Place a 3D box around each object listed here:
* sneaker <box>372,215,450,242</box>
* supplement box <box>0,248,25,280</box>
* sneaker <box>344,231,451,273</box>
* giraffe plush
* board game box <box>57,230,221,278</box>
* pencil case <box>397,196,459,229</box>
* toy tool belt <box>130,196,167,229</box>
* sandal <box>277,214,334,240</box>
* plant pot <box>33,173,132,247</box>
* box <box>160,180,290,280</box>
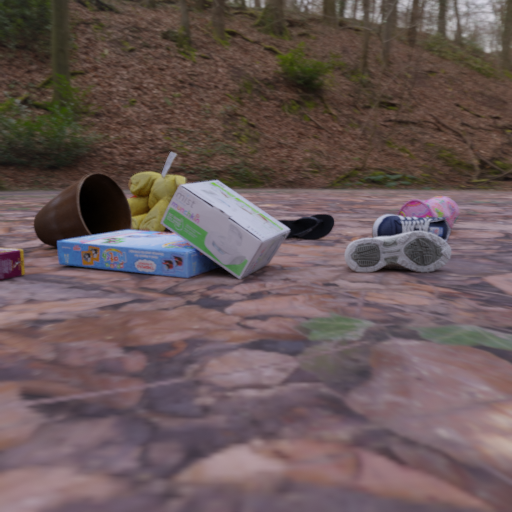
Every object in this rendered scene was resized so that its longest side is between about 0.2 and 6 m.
[{"bbox_3d":[3.643,-0.588,12.897,2.000,0.701,1.085,-3,7,-39],"label":"sneaker"},{"bbox_3d":[-4.201,0.152,8.881,0.564,0.444,0.861,4,10,24],"label":"supplement box"},{"bbox_3d":[2.422,-0.099,9.796,1.844,0.718,0.916,1,5,0],"label":"sneaker"},{"bbox_3d":[-2.064,-1.251,14.202,1.870,2.306,1.989,27,17,-51],"label":"giraffe plush"},{"bbox_3d":[-1.886,-0.096,10.304,2.701,0.494,2.043,4,10,25],"label":"board game box"},{"bbox_3d":[4.594,-1.036,14.944,1.073,1.073,2.455,6,11,33],"label":"pencil case"},{"bbox_3d":[-2.498,-1.185,16.056,2.127,1.307,1.328,-6,38,12],"label":"toy tool belt"},{"bbox_3d":[1.124,-0.698,13.877,1.638,0.623,0.351,-8,-20,11],"label":"sandal"},{"bbox_3d":[-3.912,-0.789,12.155,1.744,1.630,1.630,-13,3,25],"label":"plant pot"},{"bbox_3d":[-0.474,-0.513,9.516,1.680,0.812,1.483,35,21,10],"label":"box"}]
